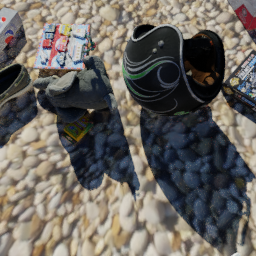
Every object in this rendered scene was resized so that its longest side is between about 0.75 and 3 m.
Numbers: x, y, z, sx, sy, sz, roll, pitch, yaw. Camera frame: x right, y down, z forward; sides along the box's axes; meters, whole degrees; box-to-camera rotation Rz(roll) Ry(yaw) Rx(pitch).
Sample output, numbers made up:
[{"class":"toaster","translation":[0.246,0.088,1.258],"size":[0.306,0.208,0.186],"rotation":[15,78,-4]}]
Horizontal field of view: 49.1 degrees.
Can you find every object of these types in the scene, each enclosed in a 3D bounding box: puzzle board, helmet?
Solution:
[{"class":"puzzle board","translation":[-2.381,-3.060,10.296],"size":[1.772,0.205,2.351],"rotation":[1,59,1]},{"class":"helmet","translation":[1.158,-1.772,8.324],"size":[2.716,2.849,2.849],"rotation":[1,53,49]}]

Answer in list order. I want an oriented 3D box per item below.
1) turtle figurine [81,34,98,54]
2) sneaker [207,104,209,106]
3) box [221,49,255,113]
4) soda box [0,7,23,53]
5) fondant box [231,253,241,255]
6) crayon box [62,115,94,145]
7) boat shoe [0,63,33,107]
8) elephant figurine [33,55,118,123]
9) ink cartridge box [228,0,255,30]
[{"class":"turtle figurine","translation":[-1.089,-2.301,7.784],"size":[0.378,0.562,0.750],"rotation":[16,29,-28]},{"class":"sneaker","translation":[2.284,-0.955,9.316],"size":[0.809,0.314,0.453],"rotation":[9,51,7]},{"class":"box","translation":[4.478,-1.492,9.453],"size":[1.916,0.480,1.930],"rotation":[37,69,18]},{"class":"soda box","translation":[-4.755,-3.550,10.405],"size":[0.661,0.615,1.937],"rotation":[19,65,9]},{"class":"fondant box","translation":[2.472,3.835,6.831],"size":[1.283,0.374,0.926],"rotation":[-29,67,-13]},{"class":"crayon box","translation":[-1.595,0.022,8.804],"size":[0.577,0.231,0.908],"rotation":[35,67,17]},{"class":"boat shoe","translation":[-4.392,-1.095,9.004],"size":[1.001,0.837,2.801],"rotation":[41,68,17]},{"class":"elephant figurine","translation":[-1.759,-1.070,8.726],"size":[2.525,1.959,1.787],"rotation":[-18,94,-1]},{"class":"ink cartridge box","translation":[4.824,-5.473,10.033],"size":[1.280,2.990,2.207],"rotation":[-13,65,-6]}]
